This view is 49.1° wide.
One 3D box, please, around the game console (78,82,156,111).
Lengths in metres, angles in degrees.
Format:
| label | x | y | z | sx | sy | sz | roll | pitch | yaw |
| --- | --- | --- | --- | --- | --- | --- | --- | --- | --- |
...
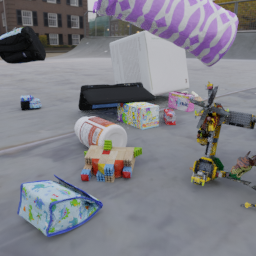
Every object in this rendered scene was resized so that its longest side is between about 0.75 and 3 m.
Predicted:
| label | x | y | z | sx | sy | sz | roll | pitch | yaw |
| --- | --- | --- | --- | --- | --- | --- | --- | --- | --- |
| game console | -0.541 | -0.987 | 11.394 | 2.623 | 2.307 | 1.527 | -6 | 60 | -19 |

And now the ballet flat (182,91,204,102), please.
| label | x | y | z | sx | sy | sz | roll | pitch | yaw |
| --- | --- | --- | --- | --- | --- | --- | --- | --- | --- |
| ballet flat | 3.070 | -1.588 | 14.085 | 1.523 | 0.512 | 0.518 | 4 | 18 | 12 |

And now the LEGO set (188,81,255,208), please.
| label | x | y | z | sx | sy | sz | roll | pitch | yaw |
| --- | --- | --- | --- | --- | --- | --- | --- | --- | --- |
| LEGO set | 2.227 | 0.443 | 5.113 | 2.724 | 2.095 | 1.578 | 23 | 11 | 35 |

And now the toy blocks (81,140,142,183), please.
| label | x | y | z | sx | sy | sz | roll | pitch | yaw |
| --- | --- | --- | --- | --- | --- | --- | --- | --- | --- |
| toy blocks | -0.441 | 0.833 | 6.395 | 1.442 | 0.721 | 0.986 | 2 | 29 | 9 |

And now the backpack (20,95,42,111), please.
| label | x | y | z | sx | sy | sz | roll | pitch | yaw |
| --- | --- | --- | --- | --- | --- | --- | --- | --- | --- |
| backpack | -4.350 | -1.150 | 12.589 | 0.878 | 0.590 | 0.801 | -3 | 17 | -15 |

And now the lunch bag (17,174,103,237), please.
| label | x | y | z | sx | sy | sz | roll | pitch | yaw |
| --- | --- | --- | --- | --- | --- | --- | --- | --- | --- |
| lunch bag | -1.143 | 1.270 | 4.846 | 0.959 | 0.719 | 1.128 | 16 | 8 | 40 |

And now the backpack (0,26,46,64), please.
| label | x | y | z | sx | sy | sz | roll | pitch | yaw |
| --- | --- | --- | --- | --- | --- | --- | --- | --- | --- |
| backpack | -3.479 | -2.584 | 8.904 | 1.421 | 1.160 | 1.093 | -18 | 42 | 10 |

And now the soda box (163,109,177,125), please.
| label | x | y | z | sx | sy | sz | roll | pitch | yaw |
| --- | --- | --- | --- | --- | --- | --- | --- | --- | --- |
| soda box | 1.588 | -0.430 | 10.686 | 0.385 | 0.348 | 1.099 | 2 | 17 | 2 |

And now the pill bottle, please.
| label | x | y | z | sx | sy | sz | roll | pitch | yaw |
| --- | --- | --- | --- | --- | --- | --- | --- | --- | --- |
| pill bottle | -0.825 | 0.181 | 7.845 | 0.905 | 0.905 | 1.613 | -13 | 22 | -35 |

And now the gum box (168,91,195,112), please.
| label | x | y | z | sx | sy | sz | roll | pitch | yaw |
| --- | --- | --- | --- | --- | --- | --- | --- | --- | --- |
| gum box | 2.352 | -1.202 | 12.528 | 0.413 | 0.709 | 1.249 | -14 | 22 | -37 |

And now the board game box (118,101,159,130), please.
| label | x | y | z | sx | sy | sz | roll | pitch | yaw |
| --- | --- | --- | --- | --- | --- | --- | --- | --- | --- |
| board game box | 0.353 | -0.536 | 10.314 | 0.792 | 0.778 | 1.510 | -13 | 21 | -34 |

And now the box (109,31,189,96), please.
| label | x | y | z | sx | sy | sz | roll | pitch | yaw |
| --- | --- | --- | --- | --- | --- | --- | --- | --- | --- |
| box | 1.104 | -3.116 | 14.164 | 2.980 | 2.995 | 2.566 | -16 | 12 | -42 |

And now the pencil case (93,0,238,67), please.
| label | x | y | z | sx | sy | sz | roll | pitch | yaw |
| --- | --- | --- | --- | --- | --- | --- | --- | --- | --- |
| pencil case | 0.720 | -2.269 | 5.638 | 2.922 | 1.249 | 1.226 | 22 | 51 | -10 |
